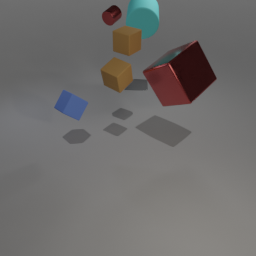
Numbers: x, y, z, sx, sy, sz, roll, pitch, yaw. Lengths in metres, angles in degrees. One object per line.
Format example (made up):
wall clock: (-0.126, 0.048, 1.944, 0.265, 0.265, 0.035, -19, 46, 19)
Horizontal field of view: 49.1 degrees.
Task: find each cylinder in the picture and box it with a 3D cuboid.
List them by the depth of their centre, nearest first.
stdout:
cylinder: (0.642, -4.854, 12.170, 1.400, 1.400, 1.400, 2, 48, 3)
cylinder: (-0.764, -5.328, 13.255, 0.700, 0.700, 0.700, 19, 53, 29)

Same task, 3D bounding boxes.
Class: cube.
cube: (1.617, -1.664, 8.846, 1.400, 1.400, 1.400, -41, 19, -23)
cube: (-0.344, -1.681, 8.878, 0.700, 0.700, 0.700, 29, 62, 26)
cube: (-0.028, -2.899, 9.286, 0.700, 0.700, 0.700, 25, 44, 28)
cube: (-1.905, -0.767, 9.388, 0.700, 0.700, 0.700, 28, 0, -43)
